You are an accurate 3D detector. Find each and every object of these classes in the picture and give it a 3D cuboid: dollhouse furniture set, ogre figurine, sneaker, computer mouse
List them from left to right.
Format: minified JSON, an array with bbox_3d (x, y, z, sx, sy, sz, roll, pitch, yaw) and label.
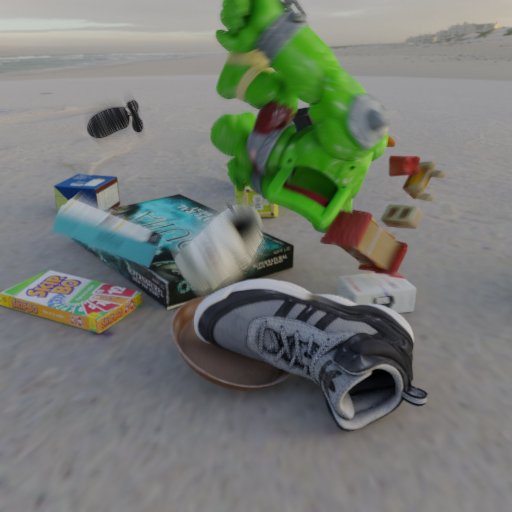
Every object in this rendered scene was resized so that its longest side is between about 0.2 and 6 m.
[{"bbox_3d":[-2.928,-2.767,11.465,1.130,0.782,0.298,-21,55,-14],"label":"computer mouse"},{"bbox_3d":[-0.285,-0.306,8.893,0.982,1.173,2.650,46,18,-4],"label":"sneaker"},{"bbox_3d":[0.631,-1.918,9.346,2.836,4.730,2.321,40,51,14],"label":"ogre figurine"},{"bbox_3d":[0.656,1.192,6.970,2.974,1.122,1.692,9,23,-4],"label":"sneaker"},{"bbox_3d":[2.100,-0.808,9.249,1.103,2.050,0.834,35,-12,-32],"label":"dollhouse furniture set"}]

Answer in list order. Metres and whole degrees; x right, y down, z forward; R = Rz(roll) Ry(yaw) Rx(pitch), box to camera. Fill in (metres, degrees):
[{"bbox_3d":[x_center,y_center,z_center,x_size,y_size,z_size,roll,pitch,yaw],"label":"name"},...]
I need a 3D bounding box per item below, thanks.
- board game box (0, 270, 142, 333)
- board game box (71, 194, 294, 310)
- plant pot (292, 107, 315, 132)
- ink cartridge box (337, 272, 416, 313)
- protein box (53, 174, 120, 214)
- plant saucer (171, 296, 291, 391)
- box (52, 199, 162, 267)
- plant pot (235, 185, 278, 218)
[{"bbox_3d":[-3.202,0.712,9.478,2.315,0.347,1.106,8,23,25],"label":"board game box"},{"bbox_3d":[-1.659,-0.291,11.427,2.828,0.589,4.180,-17,28,-36],"label":"board game box"},{"bbox_3d":[0.912,-2.951,15.486,2.183,1.941,2.188,-7,21,12],"label":"plant pot"},{"bbox_3d":[1.996,0.633,9.428,1.085,0.449,0.791,-5,22,-11],"label":"ink cartridge box"},{"bbox_3d":[-4.212,-1.508,14.039,1.152,0.783,1.160,5,24,13],"label":"protein box"},{"bbox_3d":[-0.322,1.220,7.690,1.785,0.307,1.785,15,31,-9],"label":"plant saucer"},{"bbox_3d":[-2.468,-0.390,9.418,1.666,0.410,0.686,23,17,-9],"label":"box"},{"bbox_3d":[0.037,-1.513,13.755,1.090,1.096,0.994,-1,31,-3],"label":"plant pot"}]
